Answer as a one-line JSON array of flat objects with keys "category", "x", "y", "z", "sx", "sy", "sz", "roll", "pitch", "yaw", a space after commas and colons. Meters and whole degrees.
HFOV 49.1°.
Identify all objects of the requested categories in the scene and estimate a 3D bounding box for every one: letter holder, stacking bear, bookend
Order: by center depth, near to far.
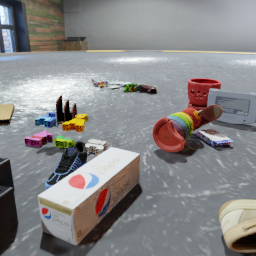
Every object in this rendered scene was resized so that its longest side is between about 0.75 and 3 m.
[{"category": "bookend", "x": -3.140, "y": 1.382, "z": 5.895, "sx": 2.390, "sy": 1.101, "sz": 2.375, "roll": 8, "pitch": 21, "yaw": 20}, {"category": "stacking bear", "x": 1.805, "y": -0.087, "z": 9.551, "sx": 1.943, "sy": 1.180, "sz": 1.105, "roll": -33, "pitch": -3, "yaw": -39}, {"category": "letter holder", "x": -2.687, "y": -0.878, "z": 12.296, "sx": 0.706, "sy": 0.998, "sz": 1.404, "roll": -1, "pitch": 20, "yaw": -3}]

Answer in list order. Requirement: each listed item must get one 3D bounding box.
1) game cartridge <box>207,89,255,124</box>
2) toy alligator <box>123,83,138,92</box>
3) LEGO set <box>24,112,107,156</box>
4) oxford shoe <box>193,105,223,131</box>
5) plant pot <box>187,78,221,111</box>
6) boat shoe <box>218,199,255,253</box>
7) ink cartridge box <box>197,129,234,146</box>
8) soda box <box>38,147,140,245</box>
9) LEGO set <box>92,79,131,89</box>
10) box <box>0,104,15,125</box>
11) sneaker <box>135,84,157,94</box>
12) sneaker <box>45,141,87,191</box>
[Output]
[{"category": "game cartridge", "x": 4.368, "y": -0.875, "z": 11.748, "sx": 2.038, "sy": 1.357, "sz": 0.423, "roll": 12, "pitch": 24, "yaw": 29}, {"category": "toy alligator", "x": 0.400, "y": -2.632, "z": 17.890, "sx": 1.805, "sy": 0.490, "sz": 0.535, "roll": -15, "pitch": 25, "yaw": -35}, {"category": "LEGO set", "x": -1.993, "y": 0.042, "z": 9.617, "sx": 2.922, "sy": 1.115, "sz": 1.199, "roll": 8, "pitch": 21, "yaw": 17}, {"category": "oxford shoe", "x": 2.616, "y": -0.281, "z": 10.620, "sx": 2.049, "sy": 0.722, "sz": 0.766, "roll": -18, "pitch": -7, "yaw": 27}, {"category": "plant pot", "x": 3.688, "y": -1.627, "z": 13.728, "sx": 1.567, "sy": 1.427, "sz": 1.567, "roll": -1, "pitch": 20, "yaw": 0}, {"category": "boat shoe", "x": 3.103, "y": 1.859, "z": 4.953, "sx": 2.788, "sy": 0.994, "sz": 0.900, "roll": -5, "pitch": 26, "yaw": 10}, {"category": "ink cartridge box", "x": 3.067, "y": 0.360, "z": 9.899, "sx": 0.718, "sy": 0.252, "sz": 1.203, "roll": -4, "pitch": 20, "yaw": -20}, {"category": "soda box", "x": -0.708, "y": 1.351, "z": 6.340, "sx": 0.915, "sy": 0.855, "sz": 2.686, "roll": 11, "pitch": 23, "yaw": 27}, {"category": "LEGO set", "x": -1.224, "y": -3.116, "z": 19.154, "sx": 2.500, "sy": 0.614, "sz": 1.868, "roll": -19, "pitch": 24, "yaw": -41}, {"category": "box", "x": -6.309, "y": -0.597, "z": 12.570, "sx": 2.143, "sy": 0.279, "sz": 2.621, "roll": -5, "pitch": 20, "yaw": -16}, {"category": "sneaker", "x": 1.158, "y": -2.385, "z": 17.216, "sx": 1.362, "sy": 0.515, "sz": 0.787, "roll": 0, "pitch": 23, "yaw": -3}, {"category": "sneaker", "x": -1.629, "y": 0.990, "z": 7.470, "sx": 0.684, "sy": 0.760, "sz": 1.950, "roll": 5, "pitch": 20, "yaw": 11}]
